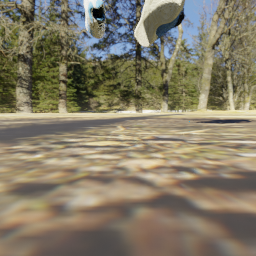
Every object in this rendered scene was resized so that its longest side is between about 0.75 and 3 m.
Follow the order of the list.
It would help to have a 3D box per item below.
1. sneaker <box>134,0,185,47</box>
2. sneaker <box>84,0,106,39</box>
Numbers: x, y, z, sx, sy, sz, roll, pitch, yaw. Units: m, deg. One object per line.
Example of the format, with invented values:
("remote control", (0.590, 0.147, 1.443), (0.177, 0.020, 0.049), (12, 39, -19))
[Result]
("sneaker", (1.263, -3.754, 8.783), (1.538, 1.061, 2.765), (-45, 0, -21))
("sneaker", (-1.008, -3.503, 9.136), (0.682, 0.688, 1.897), (-34, -17, -11))
